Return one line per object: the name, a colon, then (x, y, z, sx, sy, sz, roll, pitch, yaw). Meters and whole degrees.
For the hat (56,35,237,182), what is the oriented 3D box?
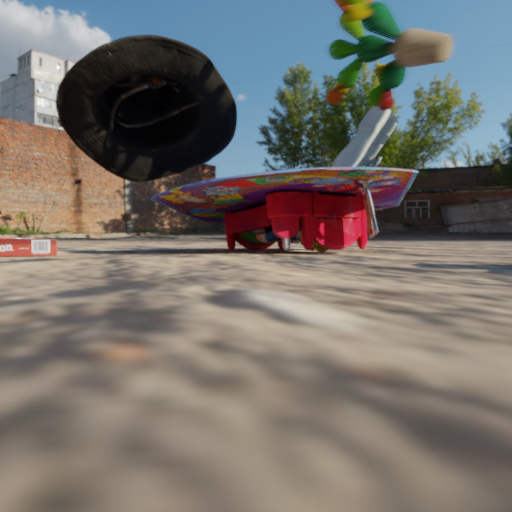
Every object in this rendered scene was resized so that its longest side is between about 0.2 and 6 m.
hat: (-1.998, -2.893, 10.243, 3.300, 1.331, 3.300, -11, -33, -7)

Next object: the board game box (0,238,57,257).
board game box: (-4.759, -0.172, 10.088, 1.690, 0.319, 3.283, 0, 2, -30)

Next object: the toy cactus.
toy cactus: (1.928, -3.183, 8.646, 1.992, 2.414, 1.234, 15, 54, 35)

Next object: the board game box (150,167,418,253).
board game box: (0.715, -0.576, 11.497, 4.738, 1.168, 5.997, -4, -4, 9)

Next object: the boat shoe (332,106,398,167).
boat shoe: (2.313, -2.251, 12.076, 0.660, 2.133, 0.799, 35, -7, -34)
